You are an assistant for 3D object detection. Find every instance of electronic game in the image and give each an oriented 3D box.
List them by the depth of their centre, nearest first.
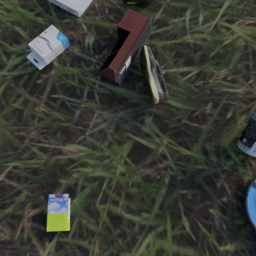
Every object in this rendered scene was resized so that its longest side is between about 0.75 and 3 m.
[{"bbox_3d":[4.403,2.263,8.012,2.149,0.447,2.149,0,72,0],"label":"electronic game"}]

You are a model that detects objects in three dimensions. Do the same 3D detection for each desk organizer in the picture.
[{"bbox_3d":[-0.120,-2.735,9.395,0.904,0.842,2.348,26,74,10],"label":"desk organizer"}]

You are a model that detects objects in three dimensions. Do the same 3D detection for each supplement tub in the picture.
[{"bbox_3d":[3.869,0.098,8.176,0.844,0.844,1.377,22,113,7],"label":"supplement tub"}]

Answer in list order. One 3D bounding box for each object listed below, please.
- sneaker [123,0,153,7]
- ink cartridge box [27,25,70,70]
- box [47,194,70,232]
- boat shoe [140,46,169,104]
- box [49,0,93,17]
[{"bbox_3d":[0.390,-4.769,10.238,1.103,0.431,0.470,6,72,2],"label":"sneaker"},{"bbox_3d":[-2.792,-2.757,9.588,0.797,0.459,1.377,42,77,12],"label":"ink cartridge box"},{"bbox_3d":[-1.995,2.436,8.066,0.615,0.240,1.008,-2,72,-1],"label":"box"},{"bbox_3d":[0.871,-1.754,9.185,0.668,0.727,2.034,-7,74,-12],"label":"boat shoe"},{"bbox_3d":[-1.861,-5.187,10.409,1.394,0.351,1.932,30,74,8],"label":"box"}]
